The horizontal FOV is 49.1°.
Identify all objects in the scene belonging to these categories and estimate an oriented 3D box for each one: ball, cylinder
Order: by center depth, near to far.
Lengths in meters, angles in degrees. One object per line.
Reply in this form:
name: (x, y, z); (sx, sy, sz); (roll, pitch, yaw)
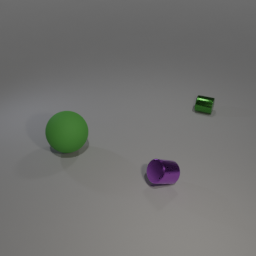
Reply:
cylinder: (1.017, 1.261, 8.080); (0.700, 0.700, 0.700); (11, 20, -39)
ball: (-2.020, 0.128, 9.302); (1.400, 1.400, 1.400); (0, 32, 0)
cylinder: (3.286, -1.003, 11.987); (0.700, 0.700, 0.700); (14, 34, 22)
